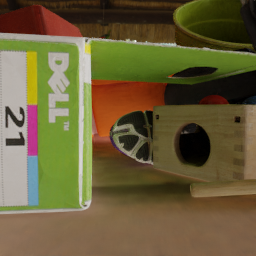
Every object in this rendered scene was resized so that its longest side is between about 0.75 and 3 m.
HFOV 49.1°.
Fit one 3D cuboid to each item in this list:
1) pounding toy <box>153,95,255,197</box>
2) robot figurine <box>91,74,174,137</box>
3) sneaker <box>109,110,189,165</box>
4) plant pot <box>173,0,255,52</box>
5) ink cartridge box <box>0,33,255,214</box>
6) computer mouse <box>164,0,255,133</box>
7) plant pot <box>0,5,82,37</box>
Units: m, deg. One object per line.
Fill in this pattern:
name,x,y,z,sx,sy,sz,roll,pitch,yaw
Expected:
pounding toy,0.871,0.074,2.129,1.290,0.672,1.468,-3,5,-38
robot figurine,-0.236,-0.607,5.271,2.597,1.515,1.868,-9,22,-4
sneaker,0.224,0.167,3.145,0.571,0.552,1.369,-15,-14,33
plant pot,2.004,-1.139,5.730,2.332,2.245,2.332,-1,41,1
ink cartridge box,-0.339,-0.066,2.300,2.491,0.944,1.841,1,3,-9
computer mouse,1.075,-0.352,3.475,0.728,1.913,2.763,-25,3,-15
plant pot,-2.402,-1.429,7.343,2.887,2.547,2.890,-7,0,19
